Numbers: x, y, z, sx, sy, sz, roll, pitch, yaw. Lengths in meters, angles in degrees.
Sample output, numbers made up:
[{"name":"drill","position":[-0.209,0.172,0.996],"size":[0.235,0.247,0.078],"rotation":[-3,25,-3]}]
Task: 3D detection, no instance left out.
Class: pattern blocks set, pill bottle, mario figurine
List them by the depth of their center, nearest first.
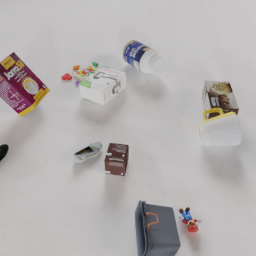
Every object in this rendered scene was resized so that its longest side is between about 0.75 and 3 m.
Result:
[{"name":"mario figurine","position":[1.822,2.658,8.205],"size":[0.520,0.446,0.842],"rotation":[-38,36,9]},{"name":"pill bottle","position":[0.828,-3.673,14.758],"size":[1.294,1.294,2.331],"rotation":[-29,49,-29]},{"name":"pattern blocks set","position":[-2.176,-2.924,14.765],"size":[1.972,0.182,2.244],"rotation":[20,45,21]}]

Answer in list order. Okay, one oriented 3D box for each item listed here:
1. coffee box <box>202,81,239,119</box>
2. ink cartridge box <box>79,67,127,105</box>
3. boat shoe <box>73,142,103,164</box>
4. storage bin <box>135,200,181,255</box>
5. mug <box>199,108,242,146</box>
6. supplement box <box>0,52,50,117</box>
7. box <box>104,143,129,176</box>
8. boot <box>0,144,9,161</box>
[{"name":"coffee box","position":[3.975,-1.163,12.260],"size":[1.183,0.835,2.092],"rotation":[4,41,4]},{"name":"ink cartridge box","position":[-1.146,-2.031,13.231],"size":[1.376,0.795,1.891],"rotation":[20,45,26]},{"name":"boat shoe","position":[-1.455,0.842,10.316],"size":[1.255,0.403,0.463],"rotation":[-28,48,-28]},{"name":"storage bin","position":[0.816,2.777,7.726],"size":[1.021,1.106,1.520],"rotation":[5,40,-10]},{"name":"mug","position":[3.412,0.068,10.749],"size":[1.303,1.271,1.587],"rotation":[-10,20,2]},{"name":"supplement box","position":[-4.664,-1.822,11.858],"size":[1.131,2.192,1.435],"rotation":[-22,31,35]},{"name":"box","position":[-0.382,1.092,9.791],"size":[0.725,0.717,0.873],"rotation":[7,42,6]},{"name":"boot","position":[-5.064,0.956,10.140],"size":[0.998,0.454,1.188],"rotation":[13,49,9]}]
